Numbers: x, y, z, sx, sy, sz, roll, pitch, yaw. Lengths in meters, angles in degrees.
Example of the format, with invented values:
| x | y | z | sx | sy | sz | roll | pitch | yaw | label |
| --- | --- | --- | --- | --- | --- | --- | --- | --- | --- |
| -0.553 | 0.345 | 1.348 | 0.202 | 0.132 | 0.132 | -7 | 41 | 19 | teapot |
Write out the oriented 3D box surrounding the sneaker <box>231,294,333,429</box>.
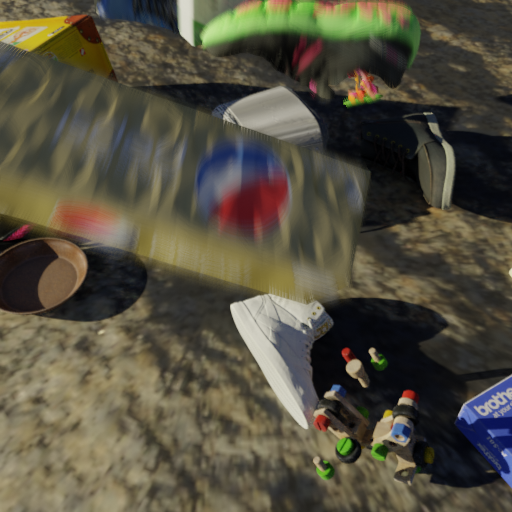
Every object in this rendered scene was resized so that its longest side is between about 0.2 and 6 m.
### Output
| x | y | z | sx | sy | sz | roll | pitch | yaw | label |
| --- | --- | --- | --- | --- | --- | --- | --- | --- | --- |
| 0.664 | 1.303 | 8.219 | 1.327 | 0.846 | 2.296 | -21 | 49 | -15 | sneaker |

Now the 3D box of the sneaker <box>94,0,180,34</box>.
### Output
| x | y | z | sx | sy | sz | roll | pitch | yaw | label |
| --- | --- | --- | --- | --- | --- | --- | --- | --- | --- |
| -1.863 | -4.835 | 10.562 | 1.145 | 1.009 | 2.569 | 36 | 40 | 27 | sneaker |

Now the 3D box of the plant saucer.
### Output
| x | y | z | sx | sy | sz | roll | pitch | yaw | label |
| --- | --- | --- | --- | --- | --- | --- | --- | --- | --- |
| -3.681 | 0.389 | 9.452 | 1.707 | 0.312 | 1.707 | 0 | 47 | 0 | plant saucer |

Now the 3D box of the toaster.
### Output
| x | y | z | sx | sy | sz | roll | pitch | yaw | label |
| --- | --- | --- | --- | --- | --- | --- | --- | --- | --- |
| 0.206 | -2.346 | 11.190 | 1.741 | 1.532 | 2.695 | -16 | 43 | -12 | toaster |

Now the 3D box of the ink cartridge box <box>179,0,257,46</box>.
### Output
| x | y | z | sx | sy | sz | roll | pitch | yaw | label |
| --- | --- | --- | --- | --- | --- | --- | --- | --- | --- |
| -0.621 | -4.079 | 9.221 | 1.224 | 0.889 | 0.535 | -21 | 51 | -23 | ink cartridge box |

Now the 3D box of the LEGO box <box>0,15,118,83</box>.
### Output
| x | y | z | sx | sy | sz | roll | pitch | yaw | label |
| --- | --- | --- | --- | --- | --- | --- | --- | --- | --- |
| -5.520 | -2.975 | 11.142 | 3.399 | 1.761 | 4.565 | 8 | 45 | 27 | LEGO box |

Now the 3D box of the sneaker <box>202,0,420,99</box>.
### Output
| x | y | z | sx | sy | sz | roll | pitch | yaw | label |
| --- | --- | --- | --- | --- | --- | --- | --- | --- | --- |
| 0.716 | -2.971 | 8.198 | 3.183 | 1.333 | 1.222 | 8 | 34 | 12 | sneaker |

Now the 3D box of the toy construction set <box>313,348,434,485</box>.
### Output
| x | y | z | sx | sy | sz | roll | pitch | yaw | label |
| --- | --- | --- | --- | --- | --- | --- | --- | --- | --- |
| 1.598 | 2.191 | 7.368 | 1.411 | 1.300 | 1.691 | -24 | 32 | 19 | toy construction set |

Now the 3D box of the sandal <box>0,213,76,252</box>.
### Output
| x | y | z | sx | sy | sz | roll | pitch | yaw | label |
| --- | --- | --- | --- | --- | --- | --- | --- | --- | --- |
| -4.293 | -0.610 | 10.186 | 2.703 | 0.609 | 1.015 | -16 | 49 | -15 | sandal |

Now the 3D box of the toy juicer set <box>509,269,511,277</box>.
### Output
| x | y | z | sx | sy | sz | roll | pitch | yaw | label |
| --- | --- | --- | --- | --- | --- | --- | --- | --- | --- |
| 5.290 | 0.116 | 9.459 | 2.481 | 0.675 | 1.578 | -28 | 53 | -24 | toy juicer set |

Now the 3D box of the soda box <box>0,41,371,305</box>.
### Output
| x | y | z | sx | sy | sz | roll | pitch | yaw | label |
| --- | --- | --- | --- | --- | --- | --- | --- | --- | --- |
| -0.960 | -0.761 | 6.215 | 4.143 | 1.326 | 1.403 | 18 | 73 | -11 | soda box |

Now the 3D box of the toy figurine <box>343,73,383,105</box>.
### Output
| x | y | z | sx | sy | sz | roll | pitch | yaw | label |
| --- | --- | --- | --- | --- | --- | --- | --- | --- | --- |
| 2.060 | -3.428 | 10.955 | 0.640 | 0.784 | 0.852 | -16 | 12 | -35 | toy figurine |

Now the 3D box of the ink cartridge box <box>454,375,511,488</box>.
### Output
| x | y | z | sx | sy | sz | roll | pitch | yaw | label |
| --- | --- | --- | --- | --- | --- | --- | --- | --- | --- |
| 4.200 | 2.055 | 7.675 | 2.666 | 0.589 | 1.253 | -22 | 49 | -19 | ink cartridge box |

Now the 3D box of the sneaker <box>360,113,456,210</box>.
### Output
| x | y | z | sx | sy | sz | roll | pitch | yaw | label |
| --- | --- | --- | --- | --- | --- | --- | --- | --- | --- |
| 2.927 | -1.852 | 11.164 | 1.602 | 1.128 | 3.017 | -2 | 37 | 5 | sneaker |
